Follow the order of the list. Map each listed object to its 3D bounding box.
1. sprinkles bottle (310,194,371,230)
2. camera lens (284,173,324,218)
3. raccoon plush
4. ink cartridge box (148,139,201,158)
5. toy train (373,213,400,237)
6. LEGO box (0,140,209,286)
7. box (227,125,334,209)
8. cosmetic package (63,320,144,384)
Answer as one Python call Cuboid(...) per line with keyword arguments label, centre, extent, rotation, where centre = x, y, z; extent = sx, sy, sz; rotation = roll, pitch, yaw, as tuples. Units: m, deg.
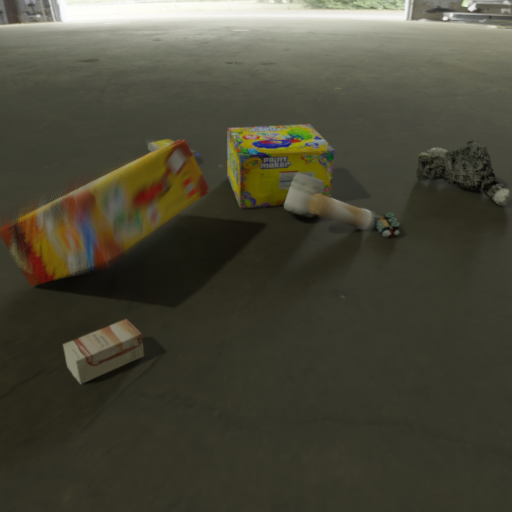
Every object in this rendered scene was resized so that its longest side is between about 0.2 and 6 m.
Cuboid(label="sprinkles bottle", centre=(1.891, -0.981, 12.544), extent=(1.369, 0.467, 0.467), rotation=(16, 25, -20))
Cuboid(label="camera lens", centre=(1.118, -1.401, 13.138), extent=(0.752, 0.940, 0.752), rotation=(17, 12, -4))
Cuboid(label="raccoon plush", centre=(5.211, -2.135, 14.466), extent=(1.655, 1.195, 2.471), rotation=(-11, 31, -3))
Cuboid(label="ink cartridge box", centre=(-2.371, -3.117, 16.424), extent=(1.110, 0.264, 1.124), rotation=(27, 35, 26))
Cuboid(label="toy train", centre=(2.953, -0.680, 12.664), extent=(0.466, 0.348, 0.818), rotation=(-13, 32, 2))
Cuboid(label="LEGO box", centre=(-2.895, -0.917, 11.108), extent=(2.449, 1.269, 3.289), rotation=(-15, 18, 35))
Cuboid(label="box", centre=(0.537, -2.363, 14.470), extent=(2.327, 1.420, 2.242), rotation=(-5, 29, -10))
Cuboid(label="cosmetic package", centre=(-2.370, 1.473, 8.739), extent=(1.084, 0.473, 0.560), rotation=(-23, 37, -34))
